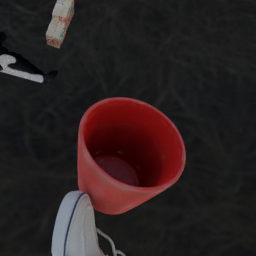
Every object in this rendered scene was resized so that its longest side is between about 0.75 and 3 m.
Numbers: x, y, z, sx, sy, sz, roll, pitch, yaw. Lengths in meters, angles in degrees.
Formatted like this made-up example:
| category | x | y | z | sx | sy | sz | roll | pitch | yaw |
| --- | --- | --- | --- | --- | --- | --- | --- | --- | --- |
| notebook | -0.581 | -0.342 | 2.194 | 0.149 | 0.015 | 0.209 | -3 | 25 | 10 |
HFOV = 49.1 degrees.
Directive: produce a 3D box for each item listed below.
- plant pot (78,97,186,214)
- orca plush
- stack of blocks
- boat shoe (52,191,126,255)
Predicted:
| category | x | y | z | sx | sy | sz | roll | pitch | yaw |
| --- | --- | --- | --- | --- | --- | --- | --- | --- | --- |
| plant pot | -0.127 | 0.647 | 5.025 | 1.822 | 1.612 | 1.822 | 12 | 49 | -14 |
| orca plush | -2.150 | -1.317 | 4.869 | 1.920 | 1.010 | 0.683 | 14 | 95 | -25 |
| stack of blocks | -1.364 | -2.162 | 5.650 | 0.272 | 0.534 | 0.928 | 18 | 75 | -6 |
| boat shoe | -0.495 | 2.337 | 4.371 | 1.130 | 0.979 | 2.650 | -2 | 84 | 18 |
